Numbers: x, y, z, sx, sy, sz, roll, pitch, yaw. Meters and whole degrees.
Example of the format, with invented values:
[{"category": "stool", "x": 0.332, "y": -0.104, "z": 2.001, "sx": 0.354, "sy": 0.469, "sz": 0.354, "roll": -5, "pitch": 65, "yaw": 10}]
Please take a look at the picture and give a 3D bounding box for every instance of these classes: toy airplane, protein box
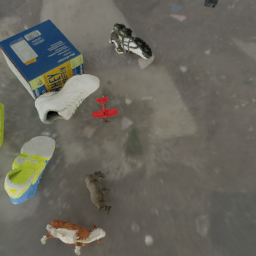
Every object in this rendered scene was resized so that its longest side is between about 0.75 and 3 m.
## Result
[{"category": "toy airplane", "x": -0.670, "y": -0.548, "z": 7.990, "sx": 0.805, "sy": 0.148, "sz": 0.805, "roll": 1, "pitch": 93, "yaw": 14}, {"category": "protein box", "x": -2.473, "y": -1.951, "z": 8.251, "sx": 1.691, "sy": 1.149, "sz": 1.703, "roll": -34, "pitch": 70, "yaw": -20}]

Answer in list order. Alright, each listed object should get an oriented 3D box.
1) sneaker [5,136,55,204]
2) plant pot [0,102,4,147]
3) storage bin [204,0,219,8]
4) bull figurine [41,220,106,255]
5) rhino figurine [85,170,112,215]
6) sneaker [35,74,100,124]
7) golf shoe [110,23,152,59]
[{"category": "sneaker", "x": -2.494, "y": 1.069, "z": 7.120, "sx": 0.759, "sy": 1.053, "sz": 2.004, "roll": 21, "pitch": 35, "yaw": 2}, {"category": "plant pot", "x": -4.147, "y": -0.074, "z": 6.919, "sx": 1.802, "sy": 1.810, "sz": 1.643, "roll": 31, "pitch": 42, "yaw": 7}, {"category": "storage bin", "x": 2.803, "y": -4.395, "z": 9.124, "sx": 0.372, "sy": 0.537, "sz": 0.794, "roll": 16, "pitch": 98, "yaw": 3}, {"category": "bull figurine", "x": -1.250, "y": 2.456, "z": 6.413, "sx": 1.411, "sy": 0.857, "sz": 0.459, "roll": 7, "pitch": 90, "yaw": 10}, {"category": "rhino figurine", "x": -0.713, "y": 1.621, "z": 6.959, "sx": 0.498, "sy": 0.340, "sz": 1.138, "roll": -13, "pitch": 69, "yaw": -27}, {"category": "sneaker", "x": -1.589, "y": -0.700, "z": 7.718, "sx": 1.989, "sy": 0.775, "sz": 0.989, "roll": -29, "pitch": 55, "yaw": 11}, {"category": "golf shoe", "x": 0.069, "y": -2.598, "z": 8.945, "sx": 1.663, "sy": 0.785, "sz": 0.646, "roll": 47, "pitch": 31, "yaw": 21}]
